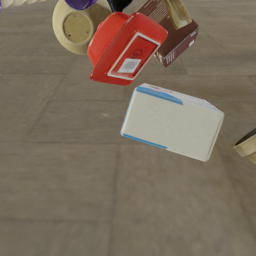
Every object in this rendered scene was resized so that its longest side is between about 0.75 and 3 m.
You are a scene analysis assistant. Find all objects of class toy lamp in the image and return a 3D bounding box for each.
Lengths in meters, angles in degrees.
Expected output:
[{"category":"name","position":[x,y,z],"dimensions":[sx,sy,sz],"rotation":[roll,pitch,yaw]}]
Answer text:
[{"category":"toy lamp","position":[-1.381,-2.326,4.785],"dimensions":[0.823,0.823,2.826],"rotation":[18,35,27]}]

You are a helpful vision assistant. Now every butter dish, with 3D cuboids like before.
[{"category":"butter dish","position":[-0.228,-2.021,6.601],"dimensions":[1.314,1.772,1.777],"rotation":[48,25,20]}]

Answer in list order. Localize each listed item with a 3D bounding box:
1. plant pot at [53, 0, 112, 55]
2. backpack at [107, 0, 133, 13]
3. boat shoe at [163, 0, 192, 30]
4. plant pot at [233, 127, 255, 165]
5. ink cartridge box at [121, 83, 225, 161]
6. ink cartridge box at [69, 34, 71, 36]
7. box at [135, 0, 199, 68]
[{"category":"plant pot","position":[-1.637,-3.649,9.919],"dimensions":[2.353,2.353,1.580],"rotation":[1,26,1]},{"category":"backpack","position":[-0.279,-4.192,8.984],"dimensions":[0.843,0.885,0.682],"rotation":[-33,32,-5]},{"category":"boat shoe","position":[1.028,-3.000,6.319],"dimensions":[0.467,1.449,0.516],"rotation":[-22,30,11]},{"category":"plant pot","position":[2.295,0.322,4.111],"dimensions":[1.087,1.087,0.943],"rotation":[-27,76,-37]},{"category":"ink cartridge box","position":[0.741,-0.226,4.951],"dimensions":[1.370,0.802,1.896],"rotation":[17,12,3]},{"category":"ink cartridge box","position":[-2.089,-3.716,10.913],"dimensions":[0.890,0.652,0.368],"rotation":[6,31,-14]},{"category":"box","position":[1.183,-3.264,9.318],"dimensions":[1.779,1.461,1.476],"rotation":[49,7,6]}]
